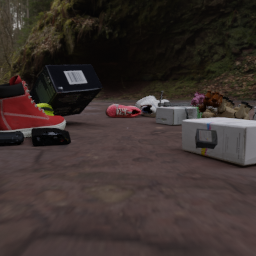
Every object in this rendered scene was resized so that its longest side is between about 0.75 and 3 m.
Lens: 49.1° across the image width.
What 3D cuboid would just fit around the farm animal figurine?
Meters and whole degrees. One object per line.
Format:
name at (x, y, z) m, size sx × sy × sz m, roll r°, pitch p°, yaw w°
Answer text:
farm animal figurine at (2.697, -0.406, 8.414) m, size 1.618 × 1.007 × 2.004 m, roll 19°, pitch 5°, yaw 4°

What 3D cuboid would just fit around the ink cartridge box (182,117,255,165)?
ink cartridge box at (1.711, 0.163, 4.627) m, size 1.023 × 0.593 × 1.386 m, roll -3°, pitch 6°, yaw -26°

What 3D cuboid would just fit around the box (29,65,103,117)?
box at (-2.094, -1.178, 9.248) m, size 1.724 × 1.029 × 1.753 m, roll -13°, pitch -19°, yaw -44°

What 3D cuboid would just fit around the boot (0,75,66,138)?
boot at (-2.343, -0.553, 6.992) m, size 0.731 × 1.456 × 2.019 m, roll 4°, pitch 8°, yaw 30°

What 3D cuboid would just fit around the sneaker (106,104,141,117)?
sneaker at (-0.160, -0.744, 12.149) m, size 1.629 × 0.600 × 0.706 m, roll -3°, pitch 9°, yaw -27°

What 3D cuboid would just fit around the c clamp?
c clamp at (1.969, -0.721, 10.376) m, size 1.933 × 0.262 × 1.651 m, roll 2°, pitch -33°, yaw -9°

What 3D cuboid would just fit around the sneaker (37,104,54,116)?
sneaker at (-3.207, -0.254, 7.732) m, size 1.001 × 0.887 × 2.394 m, roll -9°, pitch -5°, yaw 37°

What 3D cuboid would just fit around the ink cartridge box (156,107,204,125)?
ink cartridge box at (1.778, -0.442, 9.715) m, size 1.365 × 0.567 × 1.000 m, roll -4°, pitch 8°, yaw -31°

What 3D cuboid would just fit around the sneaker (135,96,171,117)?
sneaker at (0.945, -0.998, 13.131) m, size 1.107 × 0.947 × 2.542 m, roll -9°, pitch 10°, yaw -26°

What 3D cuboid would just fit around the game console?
game console at (-2.313, 0.188, 5.911) m, size 2.117 × 0.255 × 1.248 m, roll -1°, pitch 7°, yaw -19°

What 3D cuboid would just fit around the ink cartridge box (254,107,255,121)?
ink cartridge box at (4.937, -0.332, 8.646) m, size 1.068 × 0.615 × 1.844 m, roll -2°, pitch 7°, yaw -12°
